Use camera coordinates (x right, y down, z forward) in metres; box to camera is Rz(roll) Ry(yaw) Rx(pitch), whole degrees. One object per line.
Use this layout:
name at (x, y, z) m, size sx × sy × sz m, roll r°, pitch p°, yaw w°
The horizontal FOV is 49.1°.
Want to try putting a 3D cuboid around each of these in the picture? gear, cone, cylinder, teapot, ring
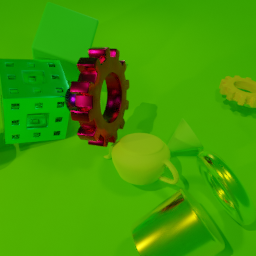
gear at (3.099, -0.990, 7.421) m, size 1.287 × 0.238 × 1.287 m, roll 5°, pitch 36°, yaw -4°
cone at (1.156, 0.354, 6.490) m, size 0.845 × 0.842 × 0.842 m, roll -35°, pitch 54°, yaw 7°
gear at (-0.500, -0.636, 5.838) m, size 0.371 × 2.004 × 2.004 m, roll 6°, pitch 49°, yaw 21°
cylinder at (0.819, 1.802, 4.729) m, size 1.134 × 1.134 × 1.134 m, roll -38°, pitch 54°, yaw 9°
teapot at (0.214, 0.698, 6.015) m, size 1.984 × 0.972 × 1.234 m, roll 20°, pitch 31°, yaw 33°
ring at (1.791, 1.095, 5.238) m, size 0.307 × 1.535 × 1.535 m, roll -31°, pitch 55°, yaw -2°

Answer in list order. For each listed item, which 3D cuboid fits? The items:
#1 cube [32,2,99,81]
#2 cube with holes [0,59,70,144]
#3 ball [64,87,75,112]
cube at (-1.732, -2.269, 7.727) m, size 1.387 × 1.387 × 1.387 m, roll 16°, pitch 74°, yaw -12°
cube with holes at (-2.252, -0.649, 6.661) m, size 1.391 × 1.391 × 1.391 m, roll -5°, pitch 48°, yaw -25°
ball at (-0.943, -0.594, 5.821) m, size 0.738 × 0.738 × 0.738 m, roll 0°, pitch 50°, yaw 0°
